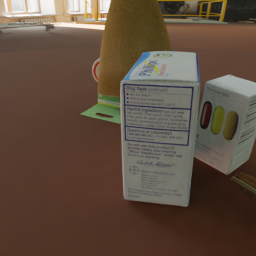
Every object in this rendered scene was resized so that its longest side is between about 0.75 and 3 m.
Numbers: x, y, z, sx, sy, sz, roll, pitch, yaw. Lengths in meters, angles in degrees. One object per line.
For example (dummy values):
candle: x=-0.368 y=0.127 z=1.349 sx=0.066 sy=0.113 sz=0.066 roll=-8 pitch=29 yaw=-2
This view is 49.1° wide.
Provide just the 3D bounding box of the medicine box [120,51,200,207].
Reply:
medicine box: x=0.684 y=-0.108 z=5.524 sx=1.222 sy=2.375 sz=2.163 roll=5 pitch=27 yaw=10

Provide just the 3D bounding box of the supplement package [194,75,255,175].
supplement package: x=2.202 y=-0.108 z=6.154 sx=0.994 sy=1.815 sz=1.032 roll=-21 pitch=37 yaw=-38

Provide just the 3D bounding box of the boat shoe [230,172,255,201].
boat shoe: x=2.592 y=1.137 z=4.732 sx=1.624 sy=0.584 sz=0.552 roll=31 pitch=82 yaw=30

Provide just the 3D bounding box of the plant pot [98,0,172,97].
plant pot: x=0.272 y=-2.681 z=9.033 sx=2.715 sy=2.913 sz=2.715 roll=-2 pitch=18 yaw=1

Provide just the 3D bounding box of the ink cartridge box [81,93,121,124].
ink cartridge box: x=-0.390 y=-0.885 z=9.508 sx=1.563 sy=0.515 sz=2.148 roll=13 pitch=26 yaw=25

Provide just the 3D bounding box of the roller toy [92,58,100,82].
roller toy: x=-0.841 y=-2.258 z=11.100 sx=1.146 sy=1.046 sz=0.801 roll=25 pitch=25 yaw=24
